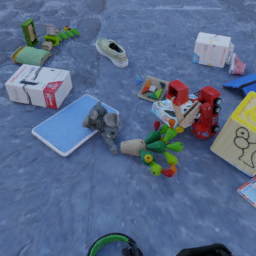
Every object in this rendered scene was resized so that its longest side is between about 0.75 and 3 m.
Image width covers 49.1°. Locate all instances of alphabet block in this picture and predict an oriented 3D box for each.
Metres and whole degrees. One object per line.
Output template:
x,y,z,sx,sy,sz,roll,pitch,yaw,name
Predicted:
3.630,0.180,8.212,1.548,1.585,1.557,35,54,16,alphabet block

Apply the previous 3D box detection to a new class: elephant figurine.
-0.688,-0.038,9.166,1.473,1.143,1.042,32,5,-2,elephant figurine

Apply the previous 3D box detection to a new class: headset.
-0.111,2.995,5.999,1.216,0.925,1.970,-32,42,-28,headset

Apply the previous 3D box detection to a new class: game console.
4.983,-1.486,11.099,1.822,1.078,1.555,-21,79,-20,game console

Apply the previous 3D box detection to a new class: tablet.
-1.780,-0.199,9.763,1.735,0.182,2.666,31,51,26,tablet

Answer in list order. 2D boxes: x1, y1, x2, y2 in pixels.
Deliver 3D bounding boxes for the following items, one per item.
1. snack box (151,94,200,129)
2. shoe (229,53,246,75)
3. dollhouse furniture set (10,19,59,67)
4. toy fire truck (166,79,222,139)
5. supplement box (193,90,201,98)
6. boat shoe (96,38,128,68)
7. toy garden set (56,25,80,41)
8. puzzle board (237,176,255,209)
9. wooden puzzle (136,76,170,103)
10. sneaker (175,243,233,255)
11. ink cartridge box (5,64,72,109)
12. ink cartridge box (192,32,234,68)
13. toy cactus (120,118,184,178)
1.944,-0.587,9.688,2.053,0.381,1.193,-16,45,-36,snack box
4.790,-2.776,12.236,0.586,0.460,1.288,12,51,10,shoe
-4.319,-3.943,12.896,1.495,1.145,2.282,9,45,9,dollhouse furniture set
2.040,-0.501,8.591,1.642,2.329,0.568,-22,39,-17,toy fire truck
2.834,-1.029,10.559,0.480,0.269,0.883,-26,50,-23,supplement box
-0.721,-3.662,12.891,0.872,0.752,2.424,-25,50,-24,boat shoe
-3.308,-4.862,14.496,1.281,0.256,1.068,-29,53,-25,toy garden set
4.824,1.772,7.732,2.897,0.252,2.183,-25,50,-24,puzzle board
1.001,-1.507,10.851,1.684,0.197,1.136,15,71,20,wooden puzzle
2.126,3.055,5.718,2.793,1.222,1.030,7,45,7,sneaker
-3.383,-1.621,10.752,2.010,0.841,1.450,10,45,10,ink cartridge box
3.811,-3.463,12.492,1.617,1.039,1.012,14,46,13,ink cartridge box
0.689,0.544,8.461,1.898,1.176,2.300,-2,45,17,toy cactus
